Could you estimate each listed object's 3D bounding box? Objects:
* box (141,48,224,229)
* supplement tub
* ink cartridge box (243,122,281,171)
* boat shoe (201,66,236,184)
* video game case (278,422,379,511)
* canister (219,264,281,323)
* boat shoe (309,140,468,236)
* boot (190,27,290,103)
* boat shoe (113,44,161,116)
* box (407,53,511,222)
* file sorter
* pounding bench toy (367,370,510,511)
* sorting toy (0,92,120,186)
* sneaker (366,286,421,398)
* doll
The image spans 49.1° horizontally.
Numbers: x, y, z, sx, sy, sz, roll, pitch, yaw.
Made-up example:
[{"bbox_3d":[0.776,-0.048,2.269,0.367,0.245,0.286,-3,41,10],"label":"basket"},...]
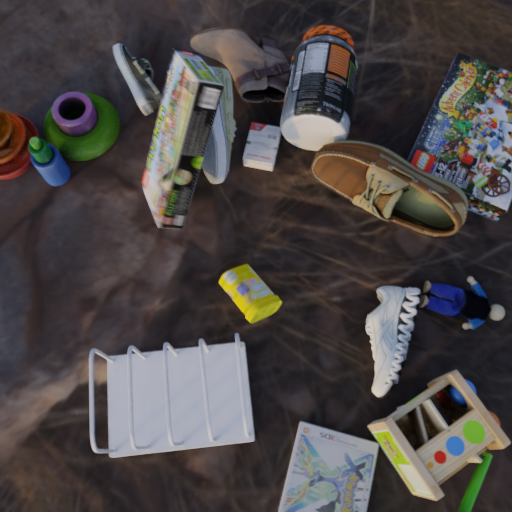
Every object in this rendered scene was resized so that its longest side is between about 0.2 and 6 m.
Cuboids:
[{"bbox_3d":[-1.409,-2.061,10.082,0.488,2.811,1.547,2,36,-28],"label":"box"},{"bbox_3d":[1.327,-3.455,11.522,1.401,1.401,2.287,10,70,3],"label":"supplement tub"},{"bbox_3d":[0.124,-2.263,11.644,0.647,0.365,0.882,12,71,4],"label":"ink cartridge box"},{"bbox_3d":[-0.731,-2.607,11.173,0.715,0.829,2.304,-14,109,-31],"label":"boat shoe"},{"bbox_3d":[1.252,3.798,9.575,1.419,0.171,1.556,14,71,5],"label":"video game case"},{"bbox_3d":[-0.123,0.679,10.388,0.751,0.438,1.011,-19,58,-41],"label":"canister"},{"bbox_3d":[2.534,-1.266,10.655,3.119,1.180,1.152,20,34,7],"label":"boat shoe"},{"bbox_3d":[-0.292,-4.028,11.996,2.206,0.775,1.613,0,63,-7],"label":"boot"},{"bbox_3d":[-2.471,-3.843,11.946,0.598,0.664,1.878,-29,72,3],"label":"boat shoe"},{"bbox_3d":[4.569,-2.514,11.613,2.147,0.592,3.144,25,72,9],"label":"box"},{"bbox_3d":[-1.362,2.320,9.374,2.520,1.569,1.749,-6,71,-3],"label":"file sorter"},{"bbox_3d":[3.238,3.221,9.164,1.684,1.341,2.159,-30,73,-11],"label":"pounding bench toy"},{"bbox_3d":[-4.370,-2.507,11.230,3.180,1.305,1.911,-22,72,-8],"label":"sorting toy"},{"bbox_3d":[2.361,1.513,10.155,0.863,0.800,2.128,14,66,17],"label":"sneaker"},{"bbox_3d":[3.912,0.869,10.523,1.521,0.369,1.038,16,72,6],"label":"doll"}]
